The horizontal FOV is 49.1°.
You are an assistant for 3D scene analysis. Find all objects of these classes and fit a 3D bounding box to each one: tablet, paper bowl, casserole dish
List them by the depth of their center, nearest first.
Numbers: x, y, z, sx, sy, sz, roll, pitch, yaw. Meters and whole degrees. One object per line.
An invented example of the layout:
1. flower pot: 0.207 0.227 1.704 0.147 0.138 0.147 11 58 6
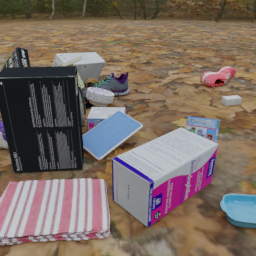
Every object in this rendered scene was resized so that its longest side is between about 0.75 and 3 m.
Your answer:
1. casserole dish: 2.993 2.003 6.640 1.593 0.309 0.965 2 27 6
2. tablet: -0.624 0.194 9.648 2.033 0.139 1.323 -37 50 -25
3. paper bowl: -1.284 -1.372 12.708 1.239 0.644 1.239 13 17 -4

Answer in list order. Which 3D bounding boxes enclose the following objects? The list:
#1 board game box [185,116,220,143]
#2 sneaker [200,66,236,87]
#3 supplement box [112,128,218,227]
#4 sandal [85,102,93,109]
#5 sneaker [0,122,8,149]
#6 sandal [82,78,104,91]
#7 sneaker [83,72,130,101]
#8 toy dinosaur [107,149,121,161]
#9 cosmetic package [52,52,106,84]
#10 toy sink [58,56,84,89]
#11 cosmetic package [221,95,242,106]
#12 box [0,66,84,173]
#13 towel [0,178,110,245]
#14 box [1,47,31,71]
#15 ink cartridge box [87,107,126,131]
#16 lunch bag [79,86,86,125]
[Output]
1. board game box: 2.242 0.345 8.694 1.002 1.324 0.242 10 2 36
2. sneaker: 5.235 -2.735 15.651 2.403 0.886 1.042 -18 43 -20
3. supplement box: 0.988 1.120 7.264 2.597 1.314 1.342 -22 34 -37
4. sandal: -2.164 -1.041 12.659 1.318 0.297 0.495 -13 31 -24
5. sneaker: -3.450 -0.272 10.143 1.157 1.197 2.869 12 27 20
6. sandal: -1.804 -2.409 14.975 0.934 0.624 2.286 22 34 36
7. sneaker: -1.194 -2.130 13.826 2.703 1.183 1.006 -14 30 -26
8. toy dinosaur: -0.335 0.887 9.006 0.783 0.237 0.416 -16 61 -17
9. cosmetic package: -2.637 -3.142 14.903 1.052 1.445 2.843 46 38 20
10. toy sink: -3.039 -2.084 12.730 2.408 1.349 1.570 -17 18 30
11. cosmetic package: 4.842 -1.293 13.107 0.799 0.339 0.430 -7 29 -12
12. box: -2.417 -0.225 8.136 2.064 2.925 1.153 -3 27 -7
13. towel: -1.795 1.941 6.752 2.670 0.399 1.954 -1 26 -7
14. box: -4.504 -1.857 11.377 0.539 2.195 1.769 3 -27 -46
15. ink cartridge box: -0.669 -0.329 10.870 1.653 0.631 1.128 0 27 4
16. lunch bag: -2.243 -0.977 11.355 0.965 1.346 1.641 -8 28 -5
